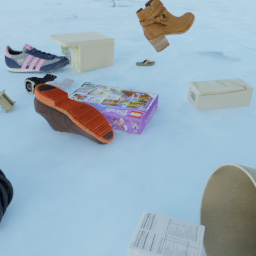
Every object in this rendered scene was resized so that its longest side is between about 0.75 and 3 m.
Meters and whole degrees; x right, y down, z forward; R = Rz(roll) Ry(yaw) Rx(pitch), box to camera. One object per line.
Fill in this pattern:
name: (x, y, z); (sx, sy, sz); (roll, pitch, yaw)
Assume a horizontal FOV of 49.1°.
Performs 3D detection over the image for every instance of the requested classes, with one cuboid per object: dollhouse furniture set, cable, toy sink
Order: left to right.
cable: (-3.678, 1.293, 5.752); (2.563, 0.651, 2.091); (34, 28, 15)
dollhouse furniture set: (-4.577, -0.820, 9.933); (0.872, 0.615, 0.611); (-29, 31, 10)
toy sink: (-2.186, -3.624, 13.373); (2.614, 1.464, 1.704); (-18, 36, -34)

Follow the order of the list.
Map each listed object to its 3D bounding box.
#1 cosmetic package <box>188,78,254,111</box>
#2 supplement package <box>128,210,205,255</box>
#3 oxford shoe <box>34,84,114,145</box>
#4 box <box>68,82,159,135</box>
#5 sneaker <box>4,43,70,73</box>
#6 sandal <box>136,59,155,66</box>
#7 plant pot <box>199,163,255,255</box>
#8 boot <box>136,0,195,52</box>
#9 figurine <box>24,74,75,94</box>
cosmetic package: (3.356, -1.254, 10.307); (2.037, 0.745, 1.055); (-7, 33, -9)
supplement package: (0.658, 2.137, 4.849); (1.134, 0.861, 0.854); (10, 34, 16)
oxford shoe: (-1.697, -0.247, 8.633); (2.898, 1.051, 1.032); (34, 35, 16)
box: (-0.626, -0.773, 9.683); (2.952, 0.577, 2.020); (12, 34, 18)
sneaker: (-4.257, -3.274, 12.924); (2.980, 1.222, 1.045); (-4, 33, 1)
sandal: (0.868, -3.261, 13.892); (0.996, 0.269, 0.400); (-3, 33, -4)
plant pot: (2.654, 1.699, 4.846); (2.119, 1.984, 1.984); (8, 31, -11)
boot: (0.897, -2.667, 6.705); (1.424, 1.105, 0.546); (-40, 29, -6)
figurine: (-3.112, -1.810, 11.356); (1.511, 0.651, 1.475); (15, 31, 20)
